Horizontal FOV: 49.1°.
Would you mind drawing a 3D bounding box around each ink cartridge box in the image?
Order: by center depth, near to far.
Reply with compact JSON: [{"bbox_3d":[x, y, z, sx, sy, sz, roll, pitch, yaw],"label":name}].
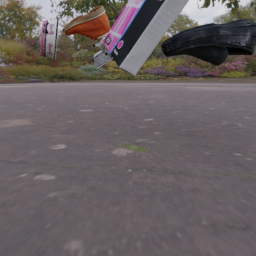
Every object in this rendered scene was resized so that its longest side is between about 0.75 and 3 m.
[{"bbox_3d":[0.562,-2.462,5.440,0.511,2.755,1.304,24,25,-36],"label":"ink cartridge box"}]

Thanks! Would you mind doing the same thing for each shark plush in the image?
[{"bbox_3d":[-0.489,-2.409,8.231,0.521,0.478,1.148,41,22,21],"label":"shark plush"}]

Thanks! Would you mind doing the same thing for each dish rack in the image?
[{"bbox_3d":[-0.985,-2.765,10.876,0.844,0.724,0.184,-35,63,-16],"label":"dish rack"}]

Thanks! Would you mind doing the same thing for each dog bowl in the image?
[{"bbox_3d":[-2.402,-2.709,8.571,0.458,1.242,1.242,5,9,-15],"label":"dog bowl"}]

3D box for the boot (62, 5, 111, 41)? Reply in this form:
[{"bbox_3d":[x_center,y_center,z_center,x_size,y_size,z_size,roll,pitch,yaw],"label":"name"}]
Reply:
[{"bbox_3d":[-1.242,-2.934,8.397,1.665,0.893,0.625,-5,43,34],"label":"boot"}]

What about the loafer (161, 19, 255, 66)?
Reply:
[{"bbox_3d":[2.194,-2.106,7.162,2.917,1.024,0.990,-16,8,-24],"label":"loafer"}]
